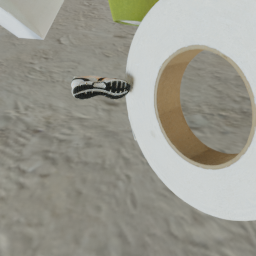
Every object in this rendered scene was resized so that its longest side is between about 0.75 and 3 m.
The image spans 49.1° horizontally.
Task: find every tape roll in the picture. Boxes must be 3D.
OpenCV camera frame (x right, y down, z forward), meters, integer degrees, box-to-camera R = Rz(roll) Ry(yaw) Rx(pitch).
[{"bbox_3d":[0.857,-0.237,3.022,0.451,2.468,2.468,-18,42,-33],"label":"tape roll"}]

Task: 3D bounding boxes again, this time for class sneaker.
[{"bbox_3d":[-0.336,-0.548,3.517,0.775,0.285,0.310,-1,40,-24],"label":"sneaker"}]

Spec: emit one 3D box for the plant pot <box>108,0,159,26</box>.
[{"bbox_3d":[0.248,-3.233,5.871,1.865,1.993,1.865,5,14,-1],"label":"plant pot"}]

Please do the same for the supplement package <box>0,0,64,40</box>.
[{"bbox_3d":[-2.543,-3.329,6.470,1.340,1.742,1.822,19,81,41],"label":"supplement package"}]
